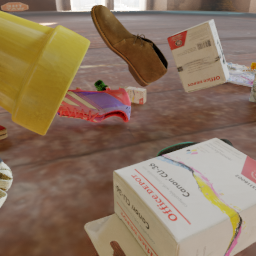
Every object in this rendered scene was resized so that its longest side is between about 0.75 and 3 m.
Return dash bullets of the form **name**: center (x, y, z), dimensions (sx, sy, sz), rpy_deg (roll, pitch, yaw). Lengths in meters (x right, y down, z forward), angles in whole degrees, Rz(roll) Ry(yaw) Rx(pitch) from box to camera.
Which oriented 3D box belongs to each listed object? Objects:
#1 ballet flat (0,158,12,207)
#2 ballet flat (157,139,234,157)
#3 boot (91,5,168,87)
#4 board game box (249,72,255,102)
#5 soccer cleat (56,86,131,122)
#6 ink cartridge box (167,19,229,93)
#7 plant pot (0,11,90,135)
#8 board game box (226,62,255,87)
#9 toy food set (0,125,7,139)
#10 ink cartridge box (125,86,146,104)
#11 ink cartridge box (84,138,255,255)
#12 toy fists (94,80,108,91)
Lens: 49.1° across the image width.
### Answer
- **ballet flat**: center (-2.623, 1.106, 5.234), dimensions (0.819, 0.819, 2.241), rpy_deg (-5, 22, -9)
- **ballet flat**: center (1.600, 0.624, 6.184), dimensions (1.920, 0.653, 0.657), rpy_deg (-10, 37, -18)
- **boot**: center (0.120, -2.369, 7.660), dimensions (1.011, 2.680, 0.986), rpy_deg (-20, 36, 40)
- **board game box**: center (5.065, -1.551, 9.071), dimensions (1.810, 1.801, 0.393), rpy_deg (20, 33, 32)
- **soccer cleat**: center (-1.255, -0.588, 8.023), dimensions (2.756, 1.054, 0.919), rpy_deg (-5, -13, -14)
- **ink cartridge box**: center (2.593, -2.584, 10.228), dimensions (1.586, 2.162, 0.896), rpy_deg (-12, 20, 33)
- **plant pot**: center (-2.724, -1.605, 7.125), dimensions (2.628, 2.793, 2.793), rpy_deg (27, 23, -16)
- **board game box**: center (4.476, -2.592, 12.230), dimensions (2.942, 0.381, 2.943), rpy_deg (16, 30, 14)
- **toy food set**: center (-4.048, 0.443, 6.821), dimensions (1.708, 0.423, 2.686), rpy_deg (13, 22, 22)
- **ink cartridge box**: center (0.208, -1.146, 9.728), dimensions (0.828, 0.482, 0.279), rpy_deg (12, 30, 23)
- **ink cartridge box**: center (0.914, 1.256, 4.535), dimensions (2.955, 0.997, 1.721), rpy_deg (-15, 31, -27)
- **toy fists**: center (-0.797, -1.197, 9.705), dimensions (0.423, 0.628, 1.231), rpy_deg (-38, 35, -4)
